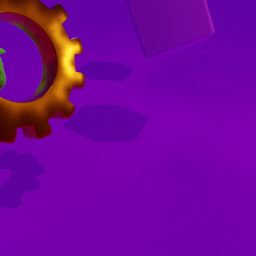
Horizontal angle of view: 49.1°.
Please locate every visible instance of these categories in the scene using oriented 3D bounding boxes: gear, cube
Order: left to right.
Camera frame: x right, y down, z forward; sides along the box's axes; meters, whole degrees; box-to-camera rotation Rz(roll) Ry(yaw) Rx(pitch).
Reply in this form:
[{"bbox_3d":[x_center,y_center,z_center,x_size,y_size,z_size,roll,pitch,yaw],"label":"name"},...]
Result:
[{"bbox_3d":[-1.498,-0.871,3.632,0.388,2.097,2.097,1,28,42],"label":"gear"},{"bbox_3d":[0.800,-2.163,5.401,1.284,1.284,1.284,-17,10,15],"label":"cube"}]

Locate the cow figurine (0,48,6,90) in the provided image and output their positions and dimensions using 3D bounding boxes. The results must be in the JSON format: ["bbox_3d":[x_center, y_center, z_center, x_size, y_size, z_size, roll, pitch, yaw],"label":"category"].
[{"bbox_3d":[-2.482,-1.134,5.011,0.575,1.048,1.031,-16,9,-13],"label":"cow figurine"}]
